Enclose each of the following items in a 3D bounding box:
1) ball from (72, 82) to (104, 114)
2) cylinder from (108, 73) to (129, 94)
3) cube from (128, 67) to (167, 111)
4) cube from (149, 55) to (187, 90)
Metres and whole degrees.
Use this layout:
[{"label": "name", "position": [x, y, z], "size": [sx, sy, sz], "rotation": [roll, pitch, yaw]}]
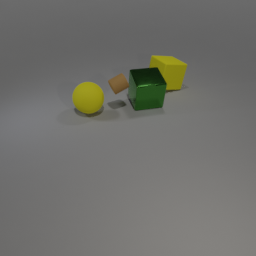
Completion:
[{"label": "ball", "position": [-1.759, -1.339, 12.439], "size": [1.400, 1.400, 1.400], "rotation": [0, 32, 0]}, {"label": "cylinder", "position": [-0.410, -1.932, 12.250], "size": [0.700, 0.700, 0.700], "rotation": [-30, 38, -4]}, {"label": "cube", "position": [0.865, -1.846, 13.147], "size": [1.400, 1.400, 1.400], "rotation": [-8, 46, -12]}, {"label": "cube", "position": [2.019, -2.924, 14.789], "size": [1.400, 1.400, 1.400], "rotation": [-6, 33, -29]}]
